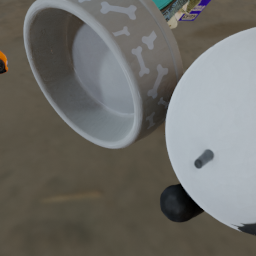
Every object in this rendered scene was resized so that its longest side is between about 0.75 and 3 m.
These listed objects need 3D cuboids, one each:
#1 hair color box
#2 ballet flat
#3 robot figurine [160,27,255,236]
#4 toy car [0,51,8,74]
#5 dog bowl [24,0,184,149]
[{"bbox_3d":[1.792,-3.781,7.043,0.643,1.983,1.084,-13,74,-27],"label":"hair color box"},{"bbox_3d":[0.931,-2.494,5.605,2.430,0.902,0.902,-42,56,-4],"label":"ballet flat"},{"bbox_3d":[1.508,0.130,2.980,1.789,2.866,2.154,13,89,27],"label":"robot figurine"},{"bbox_3d":[-2.552,-1.849,5.339,2.613,1.281,0.869,-15,63,42],"label":"toy car"},{"bbox_3d":[-0.449,-0.736,3.737,2.370,2.370,0.695,31,52,26],"label":"dog bowl"}]
